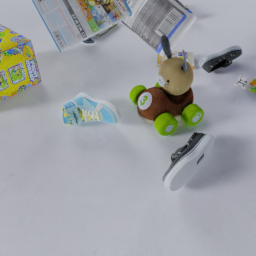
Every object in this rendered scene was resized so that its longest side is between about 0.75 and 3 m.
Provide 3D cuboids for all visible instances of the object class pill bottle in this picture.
[{"bbox_3d":[0.577,-3.727,8.800,2.810,1.599,1.599,41,52,0],"label":"pill bottle"}]

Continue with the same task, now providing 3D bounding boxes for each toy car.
[{"bbox_3d":[1.154,-1.333,8.037,1.834,2.325,1.910,-19,47,-20],"label":"toy car"}]

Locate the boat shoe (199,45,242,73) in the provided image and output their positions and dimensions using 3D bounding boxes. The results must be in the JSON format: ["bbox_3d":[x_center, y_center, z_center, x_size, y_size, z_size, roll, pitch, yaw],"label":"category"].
[{"bbox_3d":[3.600,-2.552,10.599,1.984,0.681,0.562,-22,67,-19],"label":"boat shoe"}]

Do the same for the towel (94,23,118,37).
[{"bbox_3d":[-1.496,-4.820,13.148,1.549,0.278,1.609,22,47,22],"label":"towel"}]

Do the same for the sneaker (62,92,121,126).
[{"bbox_3d":[-1.175,-0.342,8.193,1.848,0.735,1.206,23,46,35],"label":"sneaker"}]

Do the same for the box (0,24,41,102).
[{"bbox_3d":[-4.914,-2.208,9.432,2.700,1.647,2.600,32,52,30],"label":"box"}]

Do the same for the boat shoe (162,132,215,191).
[{"bbox_3d":[1.454,0.785,7.074,0.610,0.740,2.156,23,43,34],"label":"boat shoe"}]

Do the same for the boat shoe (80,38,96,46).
[{"bbox_3d":[-1.908,-3.931,12.042,1.154,0.524,0.408,25,49,24],"label":"boat shoe"}]

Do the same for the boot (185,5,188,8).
[{"bbox_3d":[2.326,-6.074,14.140,1.350,0.632,1.737,5,49,10],"label":"boot"}]

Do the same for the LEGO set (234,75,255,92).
[{"bbox_3d":[4.565,-1.529,9.430,1.675,0.687,0.639,31,51,28],"label":"LEGO set"}]

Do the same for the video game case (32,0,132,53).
[{"bbox_3d":[-1.084,-2.875,6.670,1.963,0.175,1.405,-28,91,-1],"label":"video game case"}]

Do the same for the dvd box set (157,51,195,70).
[{"bbox_3d":[1.854,-2.675,10.968,1.415,0.208,1.036,4,44,4],"label":"dvd box set"}]
